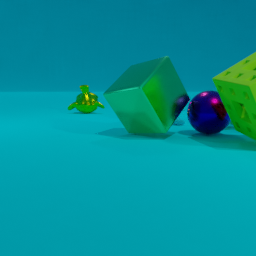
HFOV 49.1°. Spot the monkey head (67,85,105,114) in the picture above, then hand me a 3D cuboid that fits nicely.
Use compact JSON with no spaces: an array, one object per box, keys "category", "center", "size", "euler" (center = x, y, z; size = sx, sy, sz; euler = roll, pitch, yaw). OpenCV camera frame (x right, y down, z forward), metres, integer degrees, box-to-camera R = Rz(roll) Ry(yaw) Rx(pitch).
[{"category":"monkey head","center":[-1.787,-1.186,11.892],"size":[1.599,0.963,1.150],"euler":[-3,-34,3]}]

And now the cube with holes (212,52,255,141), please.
[{"category":"cube with holes","center":[2.601,-0.621,5.108],"size":[1.268,1.268,1.268],"euler":[-31,18,0]}]

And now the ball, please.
[{"category":"ball","center":[1.880,-0.356,6.469],"size":[1.016,1.016,1.016],"euler":[0,8,0]}]

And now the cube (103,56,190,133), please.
[{"category":"cube","center":[0.432,-0.695,6.272],"size":[1.191,1.191,1.191],"euler":[-1,40,48]}]

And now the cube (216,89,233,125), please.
[{"category":"cube","center":[2.831,-0.618,7.567],"size":[0.874,0.874,0.874],"euler":[23,1,-9]}]

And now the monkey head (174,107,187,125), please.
[{"category":"monkey head","center":[1.379,-0.525,8.462],"size":[1.305,0.786,0.939],"euler":[16,6,-41]}]
